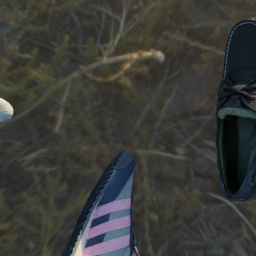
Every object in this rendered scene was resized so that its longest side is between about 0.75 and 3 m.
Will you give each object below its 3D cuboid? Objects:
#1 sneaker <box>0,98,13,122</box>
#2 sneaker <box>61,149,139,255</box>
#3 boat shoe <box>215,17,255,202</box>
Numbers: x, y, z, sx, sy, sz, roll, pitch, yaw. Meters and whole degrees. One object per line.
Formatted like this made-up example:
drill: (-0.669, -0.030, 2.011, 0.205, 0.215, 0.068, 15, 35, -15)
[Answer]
sneaker: (-3.005, -0.419, 5.388, 1.505, 0.545, 0.541, 14, 76, -10)
sneaker: (-0.246, 1.664, 4.522, 1.120, 0.958, 2.730, 29, 59, -9)
boat shoe: (1.787, -0.269, 4.108, 0.903, 1.020, 2.787, -4, 89, -37)
